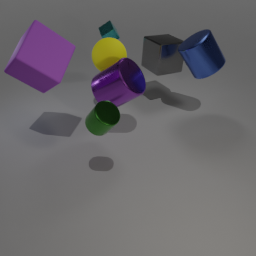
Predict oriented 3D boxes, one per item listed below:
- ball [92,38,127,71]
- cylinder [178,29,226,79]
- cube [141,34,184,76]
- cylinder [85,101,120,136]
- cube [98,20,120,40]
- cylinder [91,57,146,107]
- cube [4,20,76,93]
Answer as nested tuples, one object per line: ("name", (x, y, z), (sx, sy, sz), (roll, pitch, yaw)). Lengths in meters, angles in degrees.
("ball", (-0.747, -2.887, 11.214), (1.400, 1.400, 1.400), (0, 32, 0))
("cylinder", (2.920, -2.907, 11.095), (1.400, 1.400, 1.400), (-31, 25, 16))
("cube", (1.593, -3.348, 12.738), (1.400, 1.400, 1.400), (-14, 37, -26))
("cylinder", (-0.656, -0.241, 7.182), (0.700, 0.700, 0.700), (13, 61, -25))
("cube", (-0.928, -4.693, 13.824), (0.700, 0.700, 0.700), (-28, 59, 15))
("cylinder", (-0.329, -1.533, 9.839), (1.400, 1.400, 1.400), (-24, 16, 37))
("cube", (-2.726, -2.137, 8.681), (1.400, 1.400, 1.400), (-12, 55, 53))
